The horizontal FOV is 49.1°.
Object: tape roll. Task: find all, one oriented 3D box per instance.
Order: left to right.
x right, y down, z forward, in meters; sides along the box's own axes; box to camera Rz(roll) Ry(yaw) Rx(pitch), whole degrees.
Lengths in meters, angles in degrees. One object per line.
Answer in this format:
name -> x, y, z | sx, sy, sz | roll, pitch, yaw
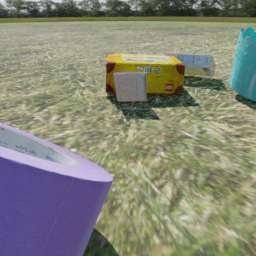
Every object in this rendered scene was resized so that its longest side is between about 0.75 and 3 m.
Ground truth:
tape roll -> -1.690, 0.470, 3.271 | 2.925, 0.959, 2.925 | 22, -5, 2

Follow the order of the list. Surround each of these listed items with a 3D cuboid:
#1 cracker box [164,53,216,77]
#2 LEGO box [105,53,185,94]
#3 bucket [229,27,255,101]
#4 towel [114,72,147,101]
cracker box -> 2.565, -2.626, 11.658 | 1.954, 0.564, 1.309 | 10, -1, 23
LEGO box -> 0.517, -2.038, 10.282 | 2.693, 1.039, 2.006 | 1, 24, -4
bucket -> 4.754, -2.037, 9.059 | 2.831, 1.842, 2.831 | 4, 32, -2
towel -> 0.093, -1.250, 8.680 | 0.989, 1.036, 0.167 | 1, 42, 9
